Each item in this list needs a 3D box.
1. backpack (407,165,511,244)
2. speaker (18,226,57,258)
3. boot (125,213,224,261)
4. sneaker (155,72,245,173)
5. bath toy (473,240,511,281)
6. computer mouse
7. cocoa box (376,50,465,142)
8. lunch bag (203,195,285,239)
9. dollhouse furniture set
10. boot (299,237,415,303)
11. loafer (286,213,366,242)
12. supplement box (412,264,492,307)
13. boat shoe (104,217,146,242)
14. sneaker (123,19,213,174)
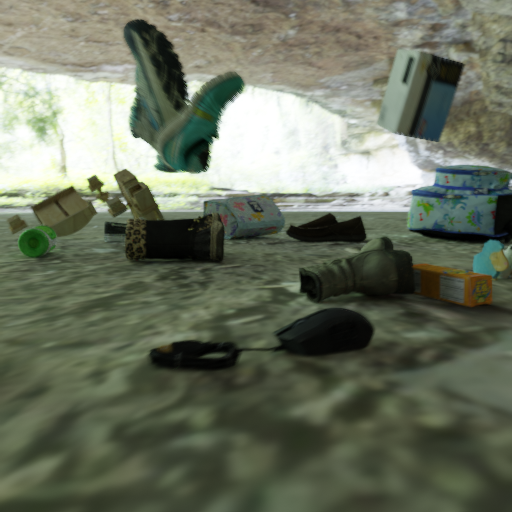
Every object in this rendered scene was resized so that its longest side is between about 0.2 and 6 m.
[{"bbox_3d":[5.523,-1.424,14.948,2.714,1.994,2.483,4,7,31],"label":"backpack"},{"bbox_3d":[-4.252,-0.291,10.952,0.597,0.597,1.350,-1,6,-12],"label":"speaker"},{"bbox_3d":[-1.520,-0.350,10.476,1.743,0.847,2.315,0,12,-9],"label":"boot"},{"bbox_3d":[-0.780,-2.105,8.973,0.734,1.842,0.714,45,7,25],"label":"sneaker"},{"bbox_3d":[3.804,0.015,7.970,1.575,0.582,0.685,-3,7,-33],"label":"bath toy"},{"bbox_3d":[0.092,0.563,4.003,1.735,0.295,0.509,-3,8,-26],"label":"computer mouse"},{"bbox_3d":[2.272,-2.236,7.821,0.716,1.091,0.728,8,21,-14],"label":"cocoa box"},{"bbox_3d":[-0.337,-1.099,15.799,1.656,1.241,1.952,-8,16,-33],"label":"lunch bag"},{"bbox_3d":[-4.714,-0.726,15.827,3.685,1.799,3.142,-32,33,-16],"label":"dollhouse furniture set"},{"bbox_3d":[1.070,0.155,6.706,1.213,0.629,1.856,-6,4,0],"label":"boot"},{"bbox_3d":[1.809,-0.751,14.545,2.098,0.749,0.766,-1,6,-6],"label":"loafer"},{"bbox_3d":[2.110,0.313,6.208,0.341,0.353,1.026,-5,10,-24],"label":"supplement box"},{"bbox_3d":[-3.084,-0.709,14.753,1.825,0.623,0.674,-2,6,-22],"label":"boat shoe"},{"bbox_3d":[-2.035,-2.913,11.059,1.414,3.277,1.272,-8,40,16],"label":"sneaker"}]
